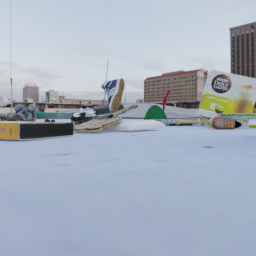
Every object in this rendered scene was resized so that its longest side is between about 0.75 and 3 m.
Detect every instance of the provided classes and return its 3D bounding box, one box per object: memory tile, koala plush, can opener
[{"bbox_3d":[-1.014,-0.088,8.587,1.275,0.140,1.663,-5,9,27],"label":"memory tile"},{"bbox_3d":[-5.311,-0.486,13.990,1.112,1.152,1.254,1,24,18],"label":"koala plush"},{"bbox_3d":[-1.353,-0.688,12.941,2.393,0.795,0.630,-16,20,-14],"label":"can opener"}]

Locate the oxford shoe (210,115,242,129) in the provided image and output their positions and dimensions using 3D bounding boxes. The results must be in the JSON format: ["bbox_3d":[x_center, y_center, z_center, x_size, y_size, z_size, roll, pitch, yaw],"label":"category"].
[{"bbox_3d":[3.599,-0.193,10.279,1.495,0.533,0.545,-1,7,-38],"label":"oxford shoe"}]

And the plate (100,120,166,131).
[{"bbox_3d":[0.029,-0.099,9.652,1.880,0.305,1.884,1,5,43],"label":"plate"}]

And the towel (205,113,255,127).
[{"bbox_3d":[4.250,-0.305,11.738,1.616,0.248,2.118,0,-8,0],"label":"towel"}]

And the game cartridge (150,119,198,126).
[{"bbox_3d":[2.398,-0.300,14.686,2.183,0.419,1.415,-1,7,-20],"label":"game cartridge"}]

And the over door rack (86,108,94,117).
[{"bbox_3d":[-2.317,-0.731,17.416,0.454,1.006,1.362,-6,3,-5],"label":"over door rack"}]

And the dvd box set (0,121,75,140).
[{"bbox_3d":[-2.811,0.021,6.646,2.501,0.368,1.830,1,2,26],"label":"dvd box set"}]

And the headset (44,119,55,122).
[{"bbox_3d":[-4.064,-0.234,14.624,0.586,0.446,0.949,2,-14,-27],"label":"headset"}]

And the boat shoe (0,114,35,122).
[{"bbox_3d":[-5.234,-0.360,13.005,1.826,0.600,0.652,0,2,4],"label":"boat shoe"}]

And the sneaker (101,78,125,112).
[{"bbox_3d":[-0.641,-1.180,10.164,0.771,1.421,0.498,0,-32,26],"label":"sneaker"}]

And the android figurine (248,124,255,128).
[{"bbox_3d":[5.373,-0.073,11.597,0.717,0.162,0.788,-1,5,-27],"label":"android figurine"}]

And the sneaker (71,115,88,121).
[{"bbox_3d":[-3.412,-0.621,19.195,1.768,0.669,0.774,2,8,35],"label":"sneaker"}]

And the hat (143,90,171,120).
[{"bbox_3d":[1.671,-1.308,16.857,2.042,2.170,2.466,0,2,4],"label":"hat"}]

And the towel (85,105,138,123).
[{"bbox_3d":[-0.637,-0.408,10.442,1.619,0.290,1.682,-15,7,37],"label":"towel"}]

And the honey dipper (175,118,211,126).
[{"bbox_3d":[3.090,-0.277,13.184,2.247,0.427,0.427,-1,3,-35],"label":"honey dipper"}]

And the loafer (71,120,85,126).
[{"bbox_3d":[-1.951,-0.162,11.729,1.004,0.316,0.361,-2,3,-43],"label":"loafer"}]

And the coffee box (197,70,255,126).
[{"bbox_3d":[4.990,-1.483,14.224,2.307,2.285,2.311,15,5,10],"label":"coffee box"}]
